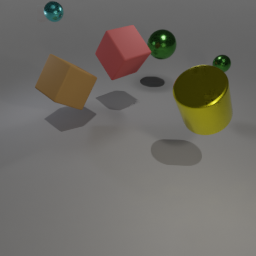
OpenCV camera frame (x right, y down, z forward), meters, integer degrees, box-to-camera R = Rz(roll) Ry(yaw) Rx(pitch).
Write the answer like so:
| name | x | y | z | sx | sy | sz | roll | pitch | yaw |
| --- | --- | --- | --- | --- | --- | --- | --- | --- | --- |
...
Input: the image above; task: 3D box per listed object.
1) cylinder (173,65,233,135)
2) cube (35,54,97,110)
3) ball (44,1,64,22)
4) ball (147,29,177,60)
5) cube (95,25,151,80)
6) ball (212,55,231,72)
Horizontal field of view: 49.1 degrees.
| name | x | y | z | sx | sy | sz | roll | pitch | yaw |
| --- | --- | --- | --- | --- | --- | --- | --- | --- | --- |
| cylinder | 2.049 | -0.730 | 7.600 | 1.400 | 1.400 | 1.400 | -12 | 55 | 18 |
| cube | -2.304 | -1.694 | 10.452 | 1.400 | 1.400 | 1.400 | 33 | 10 | 34 |
| ball | -2.693 | -4.219 | 10.162 | 0.700 | 0.700 | 0.700 | 0 | 32 | 0 |
| ball | 1.628 | -4.005 | 13.462 | 1.400 | 1.400 | 1.400 | 0 | 32 | 0 |
| cube | -0.220 | -2.998 | 11.180 | 1.400 | 1.400 | 1.400 | -26 | 79 | -33 |
| ball | 3.682 | -2.521 | 11.008 | 0.700 | 0.700 | 0.700 | 0 | 32 | 0 |
